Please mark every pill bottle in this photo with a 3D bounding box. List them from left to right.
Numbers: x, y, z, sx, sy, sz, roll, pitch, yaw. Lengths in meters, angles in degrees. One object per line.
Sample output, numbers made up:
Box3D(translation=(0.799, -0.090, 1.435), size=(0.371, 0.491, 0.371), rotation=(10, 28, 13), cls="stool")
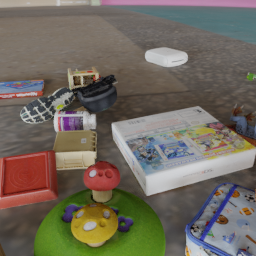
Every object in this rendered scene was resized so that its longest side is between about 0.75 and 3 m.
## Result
Box3D(translation=(-1.473, -0.170, 7.876), size=(1.109, 0.624, 0.624), rotation=(0, 29, -1), cls="pill bottle")

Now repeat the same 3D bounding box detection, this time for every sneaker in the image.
Box3D(translation=(-2.530, -0.644, 8.890), size=(1.848, 0.716, 0.736), rotation=(-33, 8, -35), cls="sneaker")

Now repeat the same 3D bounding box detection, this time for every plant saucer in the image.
Box3D(translation=(-2.075, 0.971, 5.726), size=(1.190, 0.218, 1.188), rotation=(-9, 52, -9), cls="plant saucer")

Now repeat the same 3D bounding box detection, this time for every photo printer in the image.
Box3D(translation=(1.976, -3.567, 14.089), size=(1.492, 0.623, 1.794), rotation=(-19, 33, -31), cls="photo printer")

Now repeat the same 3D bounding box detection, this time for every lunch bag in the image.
Box3D(translation=(1.756, 1.649, 4.529), size=(1.425, 0.672, 1.778), rotation=(19, 33, 34), cls="lunch bag")

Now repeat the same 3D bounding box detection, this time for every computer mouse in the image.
Box3D(translation=(-0.922, -1.016, 8.917), size=(1.694, 0.645, 2.446), rotation=(-22, 22, -7), cls="computer mouse")

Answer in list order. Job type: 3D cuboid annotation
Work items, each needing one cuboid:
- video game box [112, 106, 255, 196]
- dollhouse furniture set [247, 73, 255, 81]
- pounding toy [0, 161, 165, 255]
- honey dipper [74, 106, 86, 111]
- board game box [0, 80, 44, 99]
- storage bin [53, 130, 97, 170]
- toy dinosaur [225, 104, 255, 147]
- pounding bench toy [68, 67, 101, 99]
Box3D(translation=(1.210, 0.371, 6.829), size=(2.653, 0.621, 2.417), rotation=(-11, 28, -15), cls="video game box")
Box3D(translation=(5.414, -2.296, 12.112), size=(0.384, 0.297, 0.768), rotation=(23, 36, 35), cls="dollhouse furniture set")
Box3D(translation=(-0.720, 1.443, 4.236), size=(2.753, 1.278, 2.125), rotation=(-15, 32, -27), cls="pounding toy")
Box3D(translation=(-1.315, -0.674, 9.075), size=(0.443, 0.443, 2.333), rotation=(22, 39, 35), cls="honey dipper")
Box3D(translation=(-4.504, -1.440, 10.597), size=(2.518, 0.245, 1.296), rotation=(-6, 31, -10), cls="board game box")
Box3D(translation=(-1.272, 0.504, 6.808), size=(1.013, 0.478, 1.020), rotation=(-2, 28, -5), cls="storage bin")
Box3D(translation=(3.281, 0.318, 7.203), size=(1.115, 2.123, 1.926), rotation=(32, 40, -29), cls="toy dinosaur")
Box3D(translation=(-1.657, -1.827, 10.623), size=(1.130, 0.900, 1.449), rotation=(-8, 30, -14), cls="pounding bench toy")
